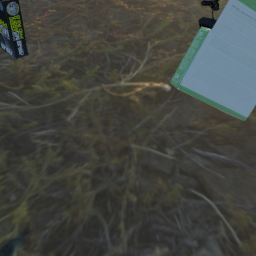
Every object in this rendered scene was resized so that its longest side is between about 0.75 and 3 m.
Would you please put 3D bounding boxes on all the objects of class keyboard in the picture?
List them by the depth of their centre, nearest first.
[{"bbox_3d":[2.331,-2.805,7.780,0.265,1.633,2.570,-14,24,5],"label":"keyboard"}]

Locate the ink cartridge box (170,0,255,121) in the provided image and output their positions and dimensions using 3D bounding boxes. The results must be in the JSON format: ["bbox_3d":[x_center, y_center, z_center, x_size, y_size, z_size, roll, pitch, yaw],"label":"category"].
[{"bbox_3d":[2.539,-1.768,6.312,2.043,2.807,0.673,22,18,-18],"label":"ink cartridge box"}]

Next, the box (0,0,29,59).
[{"bbox_3d":[-3.644,-3.116,7.850,2.056,1.647,0.455,37,51,27],"label":"box"}]
